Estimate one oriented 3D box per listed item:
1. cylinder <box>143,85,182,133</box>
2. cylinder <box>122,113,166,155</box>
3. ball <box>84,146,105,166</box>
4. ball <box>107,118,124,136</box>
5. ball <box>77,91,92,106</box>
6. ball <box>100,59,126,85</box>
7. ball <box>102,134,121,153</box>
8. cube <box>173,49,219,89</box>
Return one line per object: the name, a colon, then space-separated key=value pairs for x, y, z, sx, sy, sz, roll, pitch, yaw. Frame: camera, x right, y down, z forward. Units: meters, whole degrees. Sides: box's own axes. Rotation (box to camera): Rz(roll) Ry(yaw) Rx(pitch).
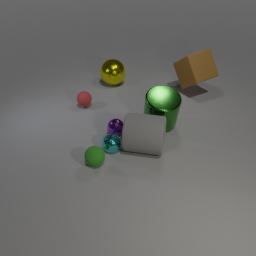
cylinder: x=1.346 y=-0.745 z=11.270 sx=1.400 sy=1.400 sz=1.400 roll=1 pitch=52 yaw=-1
cylinder: x=0.600 y=0.207 z=10.053 sx=1.400 sy=1.400 sz=1.400 roll=7 pitch=33 yaw=10
ball: x=-1.123 y=0.946 z=9.474 sx=0.700 sy=0.700 sz=0.700 roll=0 pitch=32 yaw=0
ball: x=-0.477 y=-0.030 z=11.109 sx=0.700 sy=0.700 sz=0.700 roll=0 pitch=32 yaw=0
ball: x=-2.035 y=-1.370 z=13.037 sx=0.700 sy=0.700 sz=0.700 roll=0 pitch=32 yaw=0
ball: x=-0.816 y=-3.017 z=15.142 sx=1.400 sy=1.400 sz=1.400 roll=0 pitch=32 yaw=0
ball: x=-0.602 y=0.555 z=10.194 sx=0.700 sy=0.700 sz=0.700 roll=0 pitch=32 yaw=0
cube: x=3.361 y=-2.926 z=13.951 sx=1.400 sy=1.400 sz=1.400 roll=-22 pitch=4 yaw=-21
